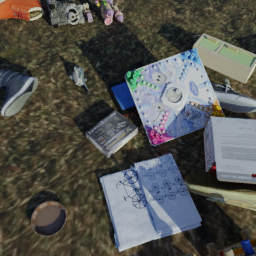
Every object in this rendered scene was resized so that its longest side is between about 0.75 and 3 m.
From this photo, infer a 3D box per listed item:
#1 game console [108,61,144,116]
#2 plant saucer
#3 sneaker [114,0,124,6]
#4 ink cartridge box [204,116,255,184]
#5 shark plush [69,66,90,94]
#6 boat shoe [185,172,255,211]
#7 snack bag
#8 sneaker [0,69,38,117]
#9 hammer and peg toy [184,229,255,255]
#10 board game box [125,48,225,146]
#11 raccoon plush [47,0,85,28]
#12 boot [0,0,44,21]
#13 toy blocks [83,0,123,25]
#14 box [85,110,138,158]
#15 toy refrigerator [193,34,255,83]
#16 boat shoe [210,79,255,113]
[{"bbox_3d":[0.153,-1.486,10.310,0.967,1.404,1.629,-3,52,-35],"label":"game console"},{"bbox_3d":[-2.249,2.601,8.016,1.001,0.172,1.001,0,56,-1],"label":"plant saucer"},{"bbox_3d":[-0.174,-3.159,6.597,0.323,0.346,0.916,30,36,-10],"label":"sneaker"},{"bbox_3d":[3.733,0.888,8.619,2.515,1.055,2.208,5,56,3],"label":"ink cartridge box"},{"bbox_3d":[-1.762,-1.921,10.904,0.550,0.600,1.321,-6,45,-42],"label":"shark plush"},{"bbox_3d":[2.994,1.920,8.102,2.732,0.859,0.996,6,21,4],"label":"boat shoe"},{"bbox_3d":[0.564,2.075,8.306,2.532,0.271,2.387,-14,58,-9],"label":"snack bag"},{"bbox_3d":[-4.431,-1.330,10.200,1.460,0.768,2.020,22,49,2],"label":"sneaker"},{"bbox_3d":[2.530,3.191,6.822,2.101,1.545,0.741,-16,77,-12],"label":"hammer and peg toy"},{"bbox_3d":[1.590,-1.100,9.501,2.703,0.350,2.702,-20,84,-3],"label":"board game box"},{"bbox_3d":[-2.894,-5.583,12.976,1.549,1.119,2.312,-11,57,-13],"label":"raccoon plush"},{"bbox_3d":[-5.104,-5.463,13.044,2.303,0.864,1.235,-22,64,-15],"label":"boot"},{"bbox_3d":[-1.013,-5.317,12.481,1.743,1.629,1.467,-16,62,-11],"label":"toy blocks"},{"bbox_3d":[-0.547,0.171,9.531,1.132,0.345,1.429,39,64,23],"label":"box"},{"bbox_3d":[3.855,-2.842,11.243,2.441,0.854,0.927,31,62,19],"label":"toy refrigerator"},{"bbox_3d":[3.422,-1.235,10.134,2.528,0.933,0.863,14,70,20],"label":"boat shoe"}]
